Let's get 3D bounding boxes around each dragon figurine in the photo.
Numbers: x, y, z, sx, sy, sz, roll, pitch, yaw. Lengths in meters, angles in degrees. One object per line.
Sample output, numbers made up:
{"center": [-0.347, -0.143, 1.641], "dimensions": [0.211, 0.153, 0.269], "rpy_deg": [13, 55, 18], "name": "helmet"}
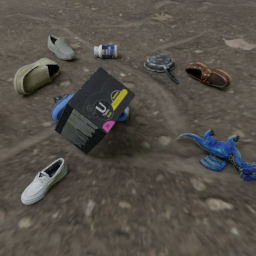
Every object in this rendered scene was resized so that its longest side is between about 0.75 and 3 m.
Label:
{"center": [2.482, 0.703, 7.961], "dimensions": [2.473, 0.728, 1.229], "rpy_deg": [16, 43, 16], "name": "dragon figurine"}

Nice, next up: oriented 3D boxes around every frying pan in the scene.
{"center": [1.418, -2.653, 12.255], "dimensions": [1.399, 0.376, 2.312], "rpy_deg": [1, 37, 2], "name": "frying pan"}

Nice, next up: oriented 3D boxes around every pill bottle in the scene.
{"center": [-1.036, -3.579, 13.109], "dimensions": [1.061, 0.589, 0.589], "rpy_deg": [0, 40, 0], "name": "pill bottle"}

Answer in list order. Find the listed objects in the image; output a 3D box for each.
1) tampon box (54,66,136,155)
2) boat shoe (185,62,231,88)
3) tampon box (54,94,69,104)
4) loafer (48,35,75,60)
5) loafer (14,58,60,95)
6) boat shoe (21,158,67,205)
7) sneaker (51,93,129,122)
{"center": [-0.943, -0.395, 7.513], "dimensions": [1.209, 1.915, 1.435], "rpy_deg": [38, 60, -7], "name": "tampon box"}
{"center": [3.168, -2.080, 11.294], "dimensions": [0.697, 0.697, 1.981], "rpy_deg": [-21, 37, -29], "name": "boat shoe"}
{"center": [-2.229, -0.764, 9.871], "dimensions": [0.565, 0.476, 0.753], "rpy_deg": [-16, 41, -19], "name": "tampon box"}
{"center": [-3.213, -3.831, 13.295], "dimensions": [0.730, 0.729, 2.088], "rpy_deg": [-31, 49, -31], "name": "loafer"}
{"center": [-3.554, -2.117, 11.129], "dimensions": [0.839, 0.930, 2.458], "rpy_deg": [8, 40, 19], "name": "loafer"}
{"center": [-2.226, 1.346, 7.389], "dimensions": [0.550, 0.488, 1.494], "rpy_deg": [21, 44, 22], "name": "boat shoe"}
{"center": [-1.188, -0.550, 9.267], "dimensions": [2.648, 0.979, 1.089], "rpy_deg": [-11, 44, -12], "name": "sneaker"}
